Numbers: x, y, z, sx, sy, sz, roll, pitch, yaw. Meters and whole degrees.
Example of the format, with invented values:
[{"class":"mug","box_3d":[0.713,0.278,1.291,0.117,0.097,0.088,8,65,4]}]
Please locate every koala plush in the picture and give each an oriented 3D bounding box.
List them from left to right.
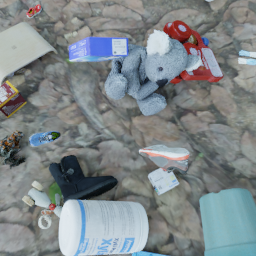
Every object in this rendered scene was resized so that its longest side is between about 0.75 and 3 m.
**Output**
[{"class":"koala plush","box_3d":[0.946,-2.228,9.920,2.473,2.789,2.563,23,62,-32]}]

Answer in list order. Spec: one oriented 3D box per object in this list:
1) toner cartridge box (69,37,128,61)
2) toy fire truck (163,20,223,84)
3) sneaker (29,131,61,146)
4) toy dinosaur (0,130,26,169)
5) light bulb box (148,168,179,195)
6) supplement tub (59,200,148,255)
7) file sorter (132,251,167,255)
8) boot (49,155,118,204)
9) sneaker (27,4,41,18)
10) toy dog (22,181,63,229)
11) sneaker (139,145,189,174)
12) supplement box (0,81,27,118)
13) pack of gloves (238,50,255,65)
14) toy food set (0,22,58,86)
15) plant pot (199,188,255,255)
[{"class":"toner cartridge box","box_3d":[-1.158,-2.778,10.083,1.348,2.839,0.613,-5,101,-23]},{"class":"toy fire truck","box_3d":[2.543,-3.078,11.461,2.299,1.535,2.738,-4,66,-29]},{"class":"sneaker","box_3d":[-2.589,0.287,8.788,1.038,0.463,0.408,-20,94,-37]},{"class":"toy dinosaur","box_3d":[-4.428,0.882,10.284,1.172,0.882,1.727,32,91,26]},{"class":"light bulb box","box_3d":[1.246,1.843,9.927,0.791,0.498,0.798,-26,72,-10]},{"class":"supplement tub","box_3d":[-0.762,3.000,8.502,2.381,1.571,1.571,9,67,-24]},{"class":"file sorter","box_3d":[1.126,4.669,8.401,2.191,1.344,1.520,8,69,4]},{"class":"boot","box_3d":[-1.583,1.628,9.842,2.033,0.777,1.708,-20,61,-20]},{"class":"sneaker","box_3d":[-4.283,-5.365,12.766,0.324,0.357,0.842,33,73,12]},{"class":"toy dog","box_3d":[-2.853,2.573,9.644,1.071,0.782,1.624,-34,85,-20]},{"class":"sneaker","box_3d":[1.071,1.023,8.792,0.775,2.010,0.823,-14,101,-32]},{"class":"supplement box","box_3d":[-4.636,-1.088,10.788,0.654,0.986,0.972,42,75,14]},{"class":"pack of gloves","box_3d":[5.163,-3.041,11.986,0.813,0.160,0.683,7,70,2]},{"class":"toy food set","box_3d":[-4.679,-3.107,11.759,2.798,0.845,2.008,-39,73,-22]},{"class":"plant pot","box_3d":[3.251,3.136,8.676,2.194,2.194,2.149,-4,62,-2]}]
